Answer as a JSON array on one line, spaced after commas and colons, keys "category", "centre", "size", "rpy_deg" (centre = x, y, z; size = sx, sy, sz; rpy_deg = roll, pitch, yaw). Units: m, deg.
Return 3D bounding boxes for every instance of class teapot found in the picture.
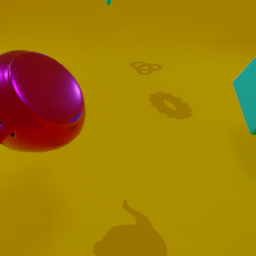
[{"category": "teapot", "centre": [-1.174, -0.286, 3.457], "size": [1.000, 1.269, 2.042], "rpy_deg": [-32, 19, 34]}]

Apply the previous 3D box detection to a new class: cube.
[{"category": "cube", "centre": [2.809, -0.630, 4.826], "size": [1.229, 1.229, 1.229], "rpy_deg": [7, 55, -17]}]

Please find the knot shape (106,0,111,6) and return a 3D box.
[{"category": "knot shape", "centre": [-0.487, -4.244, 8.760], "size": [1.060, 0.490, 0.992], "rpy_deg": [-21, 31, 28]}]
